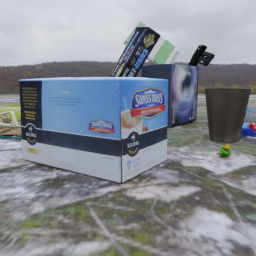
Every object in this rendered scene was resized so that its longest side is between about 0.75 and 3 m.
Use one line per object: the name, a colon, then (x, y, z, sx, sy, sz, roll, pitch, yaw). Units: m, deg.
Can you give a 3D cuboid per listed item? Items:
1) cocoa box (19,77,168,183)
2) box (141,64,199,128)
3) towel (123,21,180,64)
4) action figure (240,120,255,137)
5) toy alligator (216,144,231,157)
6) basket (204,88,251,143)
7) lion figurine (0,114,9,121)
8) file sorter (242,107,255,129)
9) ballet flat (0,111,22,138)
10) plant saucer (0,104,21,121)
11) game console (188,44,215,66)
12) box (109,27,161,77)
cocoa box: (-0.750, -0.170, 6.089, 2.788, 1.829, 1.859, 6, 11, 34)
box: (1.841, -1.418, 12.010, 1.537, 2.493, 2.473, 7, 12, 38)
towel: (1.229, -3.959, 13.738, 2.552, 1.946, 0.299, 34, -33, -3)
action figure: (3.970, 0.120, 8.408, 0.843, 0.666, 2.577, 0, 9, -32)
toy alligator: (2.276, 0.582, 6.582, 0.237, 0.259, 0.874, 47, 28, 17)
basket: (2.963, -0.409, 8.476, 1.073, 1.578, 1.423, -7, 11, -38)
lion figurine: (-5.812, -0.384, 12.482, 1.110, 0.402, 0.680, -15, 19, -6)
file sorter: (3.670, -0.407, 9.218, 1.029, 0.631, 0.714, -2, 31, -47)
ballet flat: (-3.472, -0.092, 8.801, 2.605, 0.850, 0.918, 1, 8, 5)
plant saucer: (-5.672, -0.874, 14.491, 2.634, 0.631, 2.630, 2, 9, 13)
game console: (3.289, -3.099, 12.570, 0.245, 1.200, 2.034, 24, 17, -14)
box: (0.097, -1.998, 8.066, 0.453, 1.824, 1.810, 28, 14, -18)
